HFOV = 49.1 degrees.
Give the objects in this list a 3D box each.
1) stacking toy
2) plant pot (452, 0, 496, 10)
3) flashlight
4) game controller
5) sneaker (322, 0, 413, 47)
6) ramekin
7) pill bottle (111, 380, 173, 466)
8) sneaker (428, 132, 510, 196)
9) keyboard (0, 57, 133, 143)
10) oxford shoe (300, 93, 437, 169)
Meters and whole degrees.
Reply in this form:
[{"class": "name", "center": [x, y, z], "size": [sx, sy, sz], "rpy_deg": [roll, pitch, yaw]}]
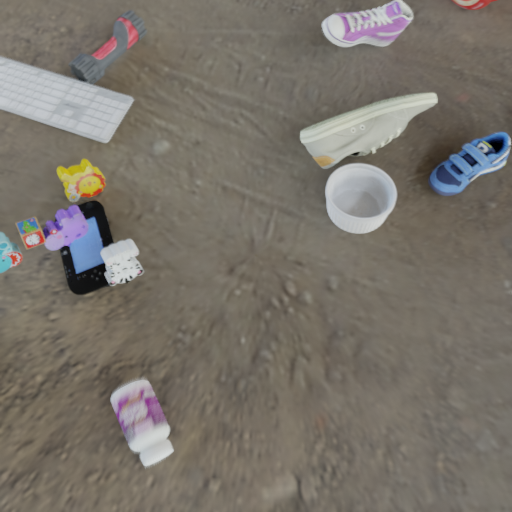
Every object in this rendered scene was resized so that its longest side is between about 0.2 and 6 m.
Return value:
[{"class": "stacking toy", "center": [-3.368, -0.188, 8.280], "size": [2.955, 0.694, 2.228], "rpy_deg": [-22, 53, -20]}, {"class": "plant pot", "center": [4.729, -5.935, 11.460], "size": [1.418, 1.557, 1.557], "rpy_deg": [-37, 66, -10]}, {"class": "flashlight", "center": [-2.892, -4.055, 10.877], "size": [0.589, 0.591, 1.739], "rpy_deg": [30, 64, 21]}, {"class": "game controller", "center": [-2.643, -0.143, 8.760], "size": [0.837, 0.338, 1.604], "rpy_deg": [-18, 61, -10]}, {"class": "sneaker", "center": [2.156, -4.485, 10.560], "size": [1.779, 1.014, 0.645], "rpy_deg": [-14, 84, -29]}, {"class": "ramekin", "center": [1.656, -0.883, 9.044], "size": [1.111, 0.583, 1.111], "rpy_deg": [0, 60, 1]}, {"class": "pill bottle", "center": [-1.458, 2.162, 7.249], "size": [0.551, 0.551, 0.981], "rpy_deg": [-25, 68, -14]}, {"class": "sneaker", "center": [3.584, -1.582, 9.405], "size": [1.619, 0.666, 0.599], "rpy_deg": [-31, 67, -15]}, {"class": "keyboard", "center": [-4.234, -3.069, 10.530], "size": [3.831, 0.204, 1.078], "rpy_deg": [19, 62, 11]}, {"class": "oxford shoe", "center": [2.010, -2.217, 9.745], "size": [2.789, 1.049, 0.805], "rpy_deg": [-25, 104, -22]}]
